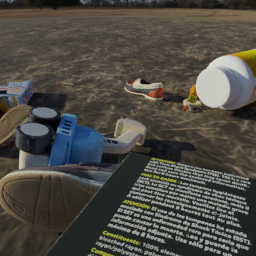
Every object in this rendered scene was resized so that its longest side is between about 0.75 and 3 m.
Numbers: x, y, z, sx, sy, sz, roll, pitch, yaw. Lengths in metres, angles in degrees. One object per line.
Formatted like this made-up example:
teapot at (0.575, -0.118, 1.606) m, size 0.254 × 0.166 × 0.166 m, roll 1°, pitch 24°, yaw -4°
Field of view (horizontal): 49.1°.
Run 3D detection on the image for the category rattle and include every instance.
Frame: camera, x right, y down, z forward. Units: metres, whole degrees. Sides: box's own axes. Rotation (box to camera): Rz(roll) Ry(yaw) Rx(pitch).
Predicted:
rattle at (1.972, -0.891, 8.636) m, size 0.568 × 0.623 × 0.872 m, roll 37°, pitch 34°, yaw 23°

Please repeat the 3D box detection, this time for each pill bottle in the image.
pill bottle at (3.509, -1.518, 8.712) m, size 2.964 × 1.619 × 1.619 m, roll -19°, pitch 32°, yaw -35°

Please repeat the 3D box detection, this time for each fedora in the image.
fedora at (-3.360, -0.140, 6.525) m, size 1.365 × 1.365 × 0.557 m, roll -17°, pitch 8°, yaw -32°

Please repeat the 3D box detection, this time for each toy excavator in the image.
toy excavator at (-0.766, 0.387, 5.614) m, size 2.462 × 1.230 × 2.394 m, roll 11°, pitch 24°, yaw -9°

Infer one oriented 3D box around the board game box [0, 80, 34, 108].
board game box at (-3.844, -1.066, 9.095) m, size 1.563 × 0.482 × 1.562 m, roll -9°, pitch 27°, yaw -18°

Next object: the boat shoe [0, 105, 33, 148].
boat shoe at (-2.511, 0.149, 5.705) m, size 0.621 × 0.560 × 1.728 m, roll 14°, pitch 39°, yaw 15°

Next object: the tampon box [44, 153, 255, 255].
tampon box at (0.218, 1.612, 1.977) m, size 1.517 × 1.801 × 2.404 m, roll 11°, pitch 28°, yaw 21°

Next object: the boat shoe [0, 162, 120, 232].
boat shoe at (-0.563, 0.989, 4.386) m, size 2.678 × 0.963 × 0.868 m, roll 3°, pitch 20°, yaw -3°

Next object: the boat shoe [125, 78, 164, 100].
boat shoe at (0.543, -1.455, 9.817) m, size 0.645 × 0.567 × 1.811 m, roll -20°, pitch 31°, yaw -33°
